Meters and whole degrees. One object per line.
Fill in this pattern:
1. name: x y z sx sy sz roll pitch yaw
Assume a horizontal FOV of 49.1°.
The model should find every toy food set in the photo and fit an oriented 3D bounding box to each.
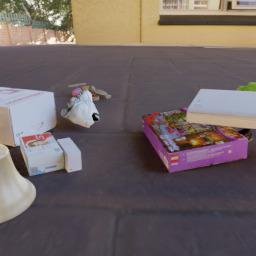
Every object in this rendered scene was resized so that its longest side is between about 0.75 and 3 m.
1. toy food set: -1.816 -1.535 12.584 1.266 0.314 1.992 -16 34 -36

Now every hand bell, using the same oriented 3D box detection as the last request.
1. hand bell: -2.533 -0.035 4.689 1.561 2.999 1.561 0 21 0

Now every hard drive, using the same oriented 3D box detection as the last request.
1. hard drive: 3.196 -0.496 7.124 2.994 0.393 1.974 7 26 23

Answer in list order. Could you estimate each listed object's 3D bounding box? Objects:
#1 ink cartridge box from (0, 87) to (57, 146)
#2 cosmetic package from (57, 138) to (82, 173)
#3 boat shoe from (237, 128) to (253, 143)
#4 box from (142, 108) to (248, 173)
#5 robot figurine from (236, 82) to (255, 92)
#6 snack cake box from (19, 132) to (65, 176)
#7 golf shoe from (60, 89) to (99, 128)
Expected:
1. ink cartridge box: -3.854 -0.466 8.428 2.740 1.160 1.980 8 22 18
2. cosmetic package: -1.385 0.612 6.564 0.327 0.465 0.918 -9 23 -25
3. boat shoe: 2.793 0.268 7.440 1.142 0.418 0.425 -18 24 -20
4. box: 1.563 0.147 7.425 1.863 0.532 2.723 -10 22 -7
5. robot figurine: 4.867 -1.017 9.979 1.946 1.126 1.707 12 24 28
6. snack cake box: -2.079 0.572 6.676 0.780 0.456 1.357 -11 23 -25
7. golf shoe: -1.454 -0.577 9.459 1.124 0.905 2.312 38 19 -9
